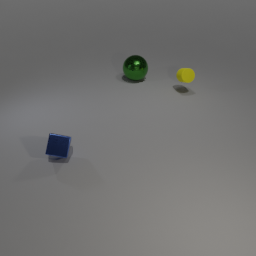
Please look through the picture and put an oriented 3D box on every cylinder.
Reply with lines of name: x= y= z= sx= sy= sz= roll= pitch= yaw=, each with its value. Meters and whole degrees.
cylinder: x=2.840 y=-2.596 z=13.836 sx=0.700 sy=0.700 sz=0.700 roll=-7 pitch=13 yaw=-11

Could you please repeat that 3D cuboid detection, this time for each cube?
cube: x=-2.301 y=0.577 z=9.337 sx=0.700 sy=0.700 sz=0.700 roll=11 pitch=-3 yaw=-9

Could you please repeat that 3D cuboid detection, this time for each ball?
ball: x=0.406 y=-3.284 z=15.352 sx=1.400 sy=1.400 sz=1.400 roll=0 pitch=31 yaw=0
